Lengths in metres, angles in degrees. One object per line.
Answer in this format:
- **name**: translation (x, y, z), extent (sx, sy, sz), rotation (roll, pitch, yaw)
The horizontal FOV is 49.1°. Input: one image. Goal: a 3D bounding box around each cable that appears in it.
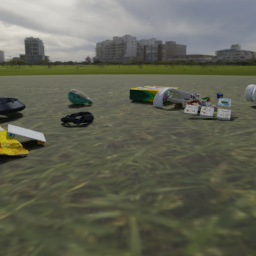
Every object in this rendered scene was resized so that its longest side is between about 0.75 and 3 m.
- **cable**: translation (-1.760, -0.336, 9.903), extent (1.030, 0.321, 1.262), rotation (-2, 15, 14)

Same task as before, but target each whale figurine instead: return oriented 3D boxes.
- **whale figurine**: translation (-2.403, -1.427, 13.945), extent (1.289, 0.669, 1.025), rotation (25, -8, 11)

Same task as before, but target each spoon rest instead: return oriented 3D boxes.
- **spoon rest**: translation (2.437, -1.602, 13.895), extent (2.873, 0.871, 1.428), rotation (-13, 16, -40)

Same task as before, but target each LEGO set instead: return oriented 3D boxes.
- **LEGO set**: translation (3.258, -0.859, 11.351), extent (1.694, 0.557, 2.268), rotation (9, 33, 16)

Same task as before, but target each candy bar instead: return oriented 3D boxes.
- **candy bar**: translation (-3.306, 0.253, 7.170), extent (0.698, 0.310, 2.799), rotation (4, 9, -38)

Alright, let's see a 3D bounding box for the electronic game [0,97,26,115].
- **electronic game**: translation (-5.518, -0.782, 10.974), extent (2.840, 0.591, 2.840), rotation (0, 14, 0)

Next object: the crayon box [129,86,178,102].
- **crayon box**: translation (1.493, -1.910, 15.646), extent (1.967, 0.664, 2.280), rotation (9, 16, 30)

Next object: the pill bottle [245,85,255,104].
- **pill bottle**: translation (6.537, -1.504, 12.910), extent (1.138, 1.138, 2.030), rotation (-9, 15, -33)

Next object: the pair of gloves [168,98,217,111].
- **pair of gloves**: translation (2.898, -1.052, 12.776), extent (1.578, 0.325, 1.855), rotation (-1, 17, -25)

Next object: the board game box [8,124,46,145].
- **board game box**: translation (-2.669, 0.169, 7.335), extent (0.927, 0.120, 0.927), rotation (17, 5, -25)
